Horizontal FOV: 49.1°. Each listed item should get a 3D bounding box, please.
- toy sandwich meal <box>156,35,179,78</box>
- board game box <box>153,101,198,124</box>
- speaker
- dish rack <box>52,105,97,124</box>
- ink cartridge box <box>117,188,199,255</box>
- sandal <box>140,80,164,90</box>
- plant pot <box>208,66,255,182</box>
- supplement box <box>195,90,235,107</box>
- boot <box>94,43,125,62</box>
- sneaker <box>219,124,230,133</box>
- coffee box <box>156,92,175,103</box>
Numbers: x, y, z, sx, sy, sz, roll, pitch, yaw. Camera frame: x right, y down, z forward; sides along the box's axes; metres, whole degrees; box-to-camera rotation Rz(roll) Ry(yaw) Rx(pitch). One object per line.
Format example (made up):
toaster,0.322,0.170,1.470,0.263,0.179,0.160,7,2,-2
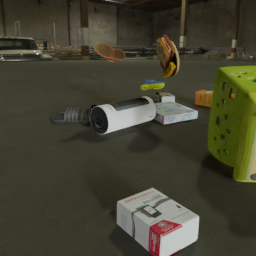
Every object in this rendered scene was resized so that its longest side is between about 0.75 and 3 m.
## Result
toy sandwich meal,1.256,-2.360,9.456,0.501,1.462,1.462,-17,21,-13
board game box,1.611,-0.643,11.153,1.628,0.353,1.620,-9,22,-28
speaker,-0.128,-0.472,9.720,2.366,0.961,0.961,-16,23,-42
dish rack,-2.032,-0.534,10.760,1.687,0.460,1.294,-1,16,-4
ink cartridge box,0.425,1.424,4.349,0.780,0.448,1.073,-12,21,-34
sandal,0.883,-1.597,10.087,0.867,0.377,0.345,1,-27,17
plant pot,3.241,-0.061,6.278,2.310,2.299,2.097,0,23,1
supplement box,4.101,-1.303,12.912,1.975,0.657,0.680,14,22,40
boot,-0.788,-2.666,10.057,1.258,0.472,0.674,10,-6,-39
sneaker,3.691,-0.136,9.297,1.748,0.691,0.834,-11,9,-36
coffee box,1.798,-1.437,13.683,0.643,0.454,1.138,-3,17,-10
